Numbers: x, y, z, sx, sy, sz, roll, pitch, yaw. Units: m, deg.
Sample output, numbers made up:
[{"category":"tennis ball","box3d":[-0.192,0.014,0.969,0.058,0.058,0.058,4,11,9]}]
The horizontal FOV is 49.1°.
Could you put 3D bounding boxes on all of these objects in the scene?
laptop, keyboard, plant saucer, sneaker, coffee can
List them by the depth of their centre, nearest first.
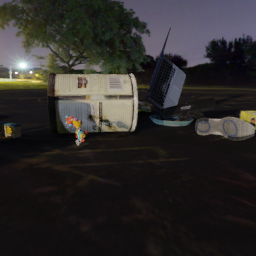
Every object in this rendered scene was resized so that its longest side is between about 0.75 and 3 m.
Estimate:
[{"category":"sneaker","box3d":[3.359,-0.045,9.594,0.896,0.766,2.057,-3,10,-42]},{"category":"coffee can","box3d":[-1.275,-0.888,10.120,2.942,2.153,2.153,-1,10,-10]},{"category":"keyboard","box3d":[2.544,-0.634,12.117,2.447,0.485,1.273,-12,28,25]},{"category":"plant saucer","box3d":[1.910,-0.346,12.306,1.903,0.261,1.903,1,12,0]},{"category":"laptop","box3d":[1.978,-2.384,12.815,2.899,2.714,1.680,33,-26,-28]}]

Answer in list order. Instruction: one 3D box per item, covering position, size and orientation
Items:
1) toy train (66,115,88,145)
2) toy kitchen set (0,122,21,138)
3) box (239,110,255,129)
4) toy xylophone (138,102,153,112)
[{"category":"toy train","box3d":[-1.413,0.001,7.829,0.252,0.905,0.680,-23,-3,-33]},{"category":"toy kitchen set","box3d":[-4.469,-0.046,9.199,1.146,0.842,1.430,7,13,32]},{"category":"box","box3d":[5.355,-0.303,11.301,0.882,0.587,2.344,-1,10,-1]},{"category":"toy xylophone","box3d":[0.405,-1.118,15.791,2.228,0.560,1.631,-6,12,-28]}]
